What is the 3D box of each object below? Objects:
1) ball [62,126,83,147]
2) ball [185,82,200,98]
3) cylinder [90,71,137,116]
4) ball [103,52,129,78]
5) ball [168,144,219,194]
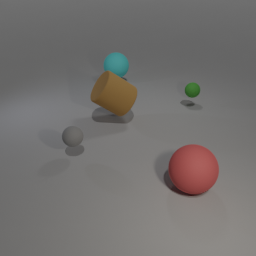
[{"bbox_3d":[-1.837,0.279,9.306,0.700,0.700,0.700,0,29,0],"label":"ball"},{"bbox_3d":[2.957,-1.738,12.845,0.700,0.700,0.700,0,29,0],"label":"ball"},{"bbox_3d":[-0.576,-1.384,11.365,1.400,1.400,1.400,28,18,-27],"label":"cylinder"},{"bbox_3d":[-0.652,-3.448,15.469,1.400,1.400,1.400,0,29,0],"label":"ball"},{"bbox_3d":[1.857,1.165,7.975,1.400,1.400,1.400,0,29,0],"label":"ball"}]
